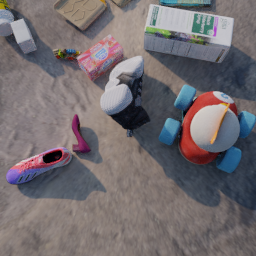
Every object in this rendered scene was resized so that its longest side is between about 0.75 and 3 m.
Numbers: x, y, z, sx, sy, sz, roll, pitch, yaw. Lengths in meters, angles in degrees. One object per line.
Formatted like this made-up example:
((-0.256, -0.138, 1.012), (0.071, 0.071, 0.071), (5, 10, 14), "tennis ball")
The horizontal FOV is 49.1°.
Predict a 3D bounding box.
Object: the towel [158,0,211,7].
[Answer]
((2.241, -5.471, 11.115), (2.057, 0.223, 1.509), (1, 74, 0), "towel")

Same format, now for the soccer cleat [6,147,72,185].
((-2.861, 1.135, 8.799), (2.147, 0.786, 0.732), (-21, 74, -6), "soccer cleat")

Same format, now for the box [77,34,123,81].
((-0.957, -2.478, 9.940), (1.504, 0.712, 0.772), (-38, 77, -11), "box")

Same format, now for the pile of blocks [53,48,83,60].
((-2.192, -2.647, 10.142), (1.056, 0.434, 0.328), (0, 73, 0), "pile of blocks")

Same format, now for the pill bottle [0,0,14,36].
((-4.816, -4.271, 10.378), (0.924, 0.924, 1.643), (-27, 76, -8), "pill bottle")

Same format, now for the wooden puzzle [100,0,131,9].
((-0.343, -5.763, 11.156), (1.824, 0.316, 2.704), (38, 76, 11), "wooden puzzle")

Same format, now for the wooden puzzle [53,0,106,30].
((-1.859, -4.612, 10.807), (1.527, 0.354, 1.414), (39, 77, 6), "wooden puzzle")

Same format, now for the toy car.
((2.507, -0.159, 8.072), (2.512, 2.725, 2.411), (26, 82, 5), "toy car")

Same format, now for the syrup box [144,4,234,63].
((2.095, -3.323, 9.951), (2.945, 1.199, 1.160), (11, 74, 4), "syrup box")

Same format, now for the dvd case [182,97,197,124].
((2.616, -0.545, 9.641), (1.501, 0.165, 1.095), (3, 73, 0), "dvd case")

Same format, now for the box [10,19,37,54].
((-3.793, -3.327, 10.200), (0.495, 0.709, 0.931), (-22, 74, -7), "box")

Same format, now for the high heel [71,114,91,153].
((-1.519, 0.175, 9.274), (0.623, 0.437, 1.296), (-2, 88, 9), "high heel")

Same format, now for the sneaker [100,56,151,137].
((0.100, -1.045, 9.242), (1.106, 1.667, 2.930), (-8, 40, 28), "sneaker")
